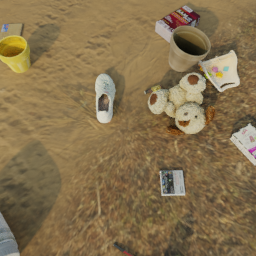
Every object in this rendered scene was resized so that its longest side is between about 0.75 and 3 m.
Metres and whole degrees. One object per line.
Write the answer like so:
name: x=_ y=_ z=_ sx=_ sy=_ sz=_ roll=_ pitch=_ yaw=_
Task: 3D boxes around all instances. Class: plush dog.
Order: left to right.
plush dog: x=2.330 y=-0.752 z=11.419 sx=2.441 sy=1.959 sz=2.097 roll=-26 pitch=76 yaw=18

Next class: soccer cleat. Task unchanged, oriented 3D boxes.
soccer cleat: x=-0.976 y=-1.418 z=11.944 sx=0.888 sy=0.994 sz=2.564 roll=-2 pitch=60 yaw=-1

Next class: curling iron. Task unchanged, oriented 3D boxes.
curling iron: x=-0.124 y=4.168 z=9.315 sx=0.921 sy=0.118 sz=0.228 roll=34 pitch=67 yaw=17

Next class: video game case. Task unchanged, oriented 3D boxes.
video game case: x=1.660 y=2.056 z=10.508 sx=0.858 sy=0.110 sz=0.944 roll=-1 pitch=62 yaw=-1

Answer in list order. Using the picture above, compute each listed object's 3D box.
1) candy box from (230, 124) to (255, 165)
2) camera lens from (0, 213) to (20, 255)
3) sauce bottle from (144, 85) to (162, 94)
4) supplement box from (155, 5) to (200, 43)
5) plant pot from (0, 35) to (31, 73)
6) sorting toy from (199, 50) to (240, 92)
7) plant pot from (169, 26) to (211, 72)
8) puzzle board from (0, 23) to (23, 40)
candy box: x=4.931 y=0.639 z=11.106 sx=0.977 sy=0.437 sz=1.432 roll=-29 pitch=65 yaw=-15
camera lens: x=-4.652 y=3.480 z=8.740 sx=1.770 sy=1.770 sz=2.213 roll=-35 pitch=67 yaw=-18
sauce bottle: x=1.121 y=-1.704 z=12.530 sx=0.798 sy=0.263 sz=0.263 roll=-21 pitch=63 yaw=-12
supplement box: x=2.547 y=-5.342 z=14.345 sx=2.097 sy=0.639 sz=1.141 roll=-36 pitch=67 yaw=-19
plant pot: x=-5.098 y=-3.263 z=12.800 sx=1.381 sy=1.299 sz=1.381 roll=0 pitch=61 yaw=-1
sorting toy: x=4.204 y=-2.438 z=12.649 sx=1.755 sy=0.937 sz=1.579 roll=-20 pitch=70 yaw=-12
plant pot: x=2.368 y=-3.117 z=11.582 sx=1.625 sy=1.410 sz=1.625 roll=5 pitch=62 yaw=-9
puzzle board: x=-6.016 y=-4.844 z=14.373 sx=1.032 sy=0.119 sz=1.370 roll=-3 pitch=60 yaw=0
